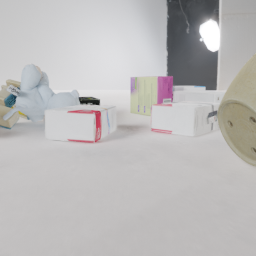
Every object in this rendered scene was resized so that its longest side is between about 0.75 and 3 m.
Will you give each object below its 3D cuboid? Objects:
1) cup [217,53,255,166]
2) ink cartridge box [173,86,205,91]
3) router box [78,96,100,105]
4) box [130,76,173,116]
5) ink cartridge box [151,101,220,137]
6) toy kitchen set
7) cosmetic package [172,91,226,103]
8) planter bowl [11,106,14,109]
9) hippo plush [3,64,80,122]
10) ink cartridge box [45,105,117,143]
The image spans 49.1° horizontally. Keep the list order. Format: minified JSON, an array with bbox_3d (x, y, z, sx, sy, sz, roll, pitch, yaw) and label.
[{"bbox_3d":[2.809,-0.303,5.066,1.885,2.636,2.636,-27,17,-14],"label":"cup"},{"bbox_3d":[3.065,-1.601,15.036,1.313,1.307,1.790,-3,10,-19],"label":"ink cartridge box"},{"bbox_3d":[-2.443,-1.014,13.110,1.925,0.798,2.569,-3,9,-15],"label":"router box"},{"bbox_3d":[1.067,-1.520,13.160,0.978,1.780,2.023,-7,11,-35],"label":"box"},{"bbox_3d":[1.960,-0.367,9.069,1.554,0.904,2.133,8,11,39],"label":"ink cartridge box"},{"bbox_3d":[-4.181,-0.511,10.367,1.292,1.756,2.192,15,45,8],"label":"toy kitchen set"},{"bbox_3d":[3.223,-1.025,12.114,1.468,1.157,2.728,-4,11,-29],"label":"cosmetic package"},{"bbox_3d":[-6.029,-1.152,12.914,2.274,0.947,2.274,11,-2,0],"label":"planter bowl"},{"bbox_3d":[-2.745,-1.153,10.036,2.108,2.088,2.621,6,0,3],"label":"hippo plush"},{"bbox_3d":[-1.276,-0.190,8.145,1.469,0.852,1.990,3,8,15],"label":"ink cartridge box"}]
